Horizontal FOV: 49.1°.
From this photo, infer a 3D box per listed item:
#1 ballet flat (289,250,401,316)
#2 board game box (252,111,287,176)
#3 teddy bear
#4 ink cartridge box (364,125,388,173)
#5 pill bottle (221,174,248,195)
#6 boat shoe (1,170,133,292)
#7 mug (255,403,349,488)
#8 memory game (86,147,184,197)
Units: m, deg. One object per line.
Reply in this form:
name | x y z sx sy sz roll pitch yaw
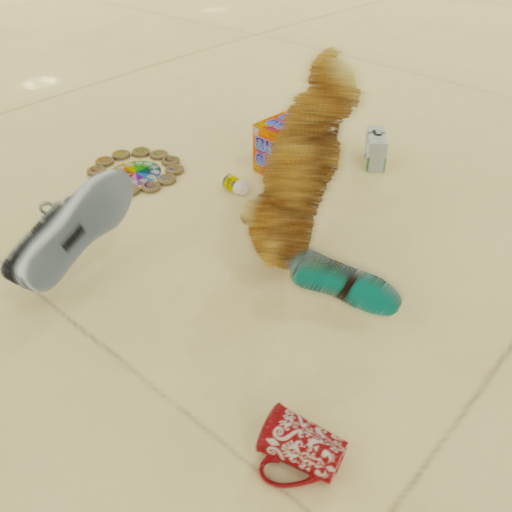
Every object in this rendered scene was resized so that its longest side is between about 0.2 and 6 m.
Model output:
ballet flat | 1.468 0.379 9.145 1.973 0.733 0.733 23 35 -15
board game box | 0.804 -2.658 13.846 1.284 1.285 1.284 -30 47 -33
teddy bear | 0.698 -1.788 10.168 1.358 4.068 2.949 15 35 -8
ink cartridge box | 3.058 -2.748 14.357 0.466 0.823 1.123 3 37 4
pill bottle | -0.497 -1.688 13.362 0.357 0.357 0.641 -30 47 -33
boat shoe | -3.440 -0.559 10.301 0.992 1.072 2.904 13 58 32
mug | 0.599 2.674 7.615 1.097 0.974 0.732 21 6 19
memory game | -3.064 -2.165 14.140 2.450 0.156 2.450 0 38 0
